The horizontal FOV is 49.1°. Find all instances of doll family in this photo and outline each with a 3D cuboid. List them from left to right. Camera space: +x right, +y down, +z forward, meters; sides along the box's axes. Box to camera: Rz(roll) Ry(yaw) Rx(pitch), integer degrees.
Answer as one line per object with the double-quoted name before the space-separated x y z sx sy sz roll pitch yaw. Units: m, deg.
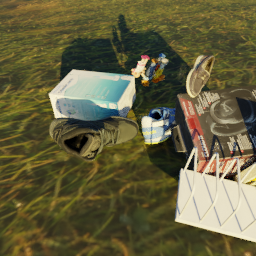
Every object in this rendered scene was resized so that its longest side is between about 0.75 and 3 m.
"doll family" 0.923 -2.105 10.560 1.730 1.074 0.779 -19 56 -45

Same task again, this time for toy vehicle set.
"toy vehicle set" 3.320 0.751 5.940 1.157 1.863 0.247 0 58 -20

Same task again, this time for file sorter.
"file sorter" 1.985 1.266 5.524 1.782 1.109 1.236 14 47 3

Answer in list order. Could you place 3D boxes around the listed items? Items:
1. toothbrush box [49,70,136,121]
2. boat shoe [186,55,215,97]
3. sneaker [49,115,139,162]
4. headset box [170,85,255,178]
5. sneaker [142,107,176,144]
"toothbrush box" -1.100 -1.035 9.249 2.337 0.997 1.711 9 41 15
"boat shoe" 1.855 -1.356 7.087 0.417 0.463 1.287 -6 50 50
"sneaker" -0.669 0.272 7.263 2.447 0.935 1.401 2 23 -29
"headset box" 2.509 0.088 7.039 2.797 1.080 2.081 -8 52 -2
"sneaker" 1.177 -0.292 8.352 0.776 0.863 2.098 -9 17 46
